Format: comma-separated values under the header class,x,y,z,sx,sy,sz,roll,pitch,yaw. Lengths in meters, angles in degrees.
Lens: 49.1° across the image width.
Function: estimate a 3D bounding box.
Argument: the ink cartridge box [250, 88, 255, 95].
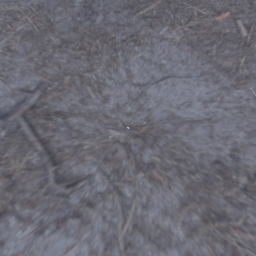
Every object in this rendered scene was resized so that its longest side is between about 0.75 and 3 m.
class,x,y,z,sx,sy,sz,roll,pitch,yaw
ink cartridge box,2.541,-0.085,4.506,0.292,0.739,1.487,-37,76,24
